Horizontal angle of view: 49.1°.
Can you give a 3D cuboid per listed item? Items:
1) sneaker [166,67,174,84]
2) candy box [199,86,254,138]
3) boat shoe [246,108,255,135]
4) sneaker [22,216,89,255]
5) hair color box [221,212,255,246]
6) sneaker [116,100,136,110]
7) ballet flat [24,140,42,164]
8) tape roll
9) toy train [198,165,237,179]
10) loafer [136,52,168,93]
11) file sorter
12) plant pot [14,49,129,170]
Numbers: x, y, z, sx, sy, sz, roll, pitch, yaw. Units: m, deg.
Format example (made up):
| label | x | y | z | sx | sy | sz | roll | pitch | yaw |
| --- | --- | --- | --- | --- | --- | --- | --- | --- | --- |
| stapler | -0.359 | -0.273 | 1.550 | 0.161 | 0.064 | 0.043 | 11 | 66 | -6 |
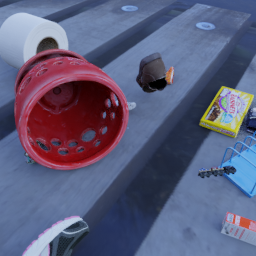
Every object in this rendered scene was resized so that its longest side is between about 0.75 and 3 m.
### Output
| label | x | y | z | sx | sy | sz | roll | pitch | yaw |
| --- | --- | --- | --- | --- | --- | --- | --- | --- | --- |
| sneaker | 1.738 | -2.272 | 11.914 | 0.447 | 0.423 | 1.159 | 2 | 38 | 16 |
| candy box | 3.630 | -0.661 | 10.164 | 1.262 | 0.326 | 2.468 | 23 | 47 | 21 |
| boat shoe | 4.832 | -0.004 | 9.292 | 1.832 | 0.684 | 0.849 | 17 | 58 | 20 |
| sneaker | -1.757 | 3.126 | 5.580 | 1.239 | 1.153 | 2.869 | 39 | 58 | 15 |
| hair color box | 2.744 | 2.392 | 6.589 | 0.965 | 0.535 | 0.309 | 16 | 44 | 16 |
| sneaker | -0.141 | -0.891 | 10.427 | 0.821 | 0.309 | 0.472 | -13 | 46 | -9 |
| ballet flat | -2.958 | 0.530 | 8.740 | 0.463 | 0.463 | 1.288 | -3 | 42 | -3 |
| tape roll | -3.904 | -3.408 | 11.707 | 1.637 | 2.384 | 2.384 | 26 | 48 | 26 |
| toy train | 2.321 | 1.130 | 7.357 | 1.181 | 0.201 | 0.270 | -3 | 36 | -20 |
| loafer | 0.843 | -1.620 | 9.688 | 0.966 | 2.644 | 0.939 | -23 | 80 | 2 |
| file sorter | 3.666 | 0.855 | 7.914 | 1.744 | 1.070 | 1.210 | -24 | 47 | -24 |
| plant pot | -1.842 | -0.677 | 8.332 | 2.993 | 2.993 | 2.725 | -17 | 36 | -18 |
